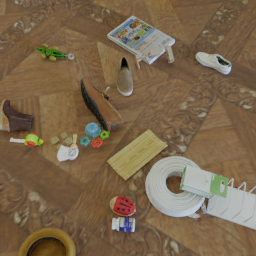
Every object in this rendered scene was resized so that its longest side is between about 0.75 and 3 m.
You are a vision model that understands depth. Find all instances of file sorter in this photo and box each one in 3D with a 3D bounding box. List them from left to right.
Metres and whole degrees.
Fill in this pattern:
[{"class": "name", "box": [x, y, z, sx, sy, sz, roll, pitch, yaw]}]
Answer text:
[{"class": "file sorter", "box": [3.778, 2.495, 9.608, 1.736, 1.081, 1.205, 16, 60, 10]}]

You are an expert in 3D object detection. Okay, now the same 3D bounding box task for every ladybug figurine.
[{"class": "ladybug figurine", "box": [-0.181, 2.738, 9.881, 0.966, 0.348, 0.656, 15, 60, 9]}]

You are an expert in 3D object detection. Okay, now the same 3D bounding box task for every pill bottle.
[{"class": "pill bottle", "box": [-0.154, 3.273, 9.512, 0.759, 0.439, 0.439, 3, 59, 3]}]

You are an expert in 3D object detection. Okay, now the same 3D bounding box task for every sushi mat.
[{"class": "sushi mat", "box": [0.374, 1.009, 11.039, 2.284, 0.138, 1.093, -37, 66, -19]}]

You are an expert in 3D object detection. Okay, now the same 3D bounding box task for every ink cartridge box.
[{"class": "ink cartridge box", "box": [2.562, 1.875, 9.445, 1.471, 0.436, 0.764, 17, 56, 4]}]

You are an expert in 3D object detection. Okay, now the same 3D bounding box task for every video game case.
[{"class": "video game case", "box": [0.658, -4.569, 14.321, 2.843, 0.256, 2.035, 37, 66, 20]}]

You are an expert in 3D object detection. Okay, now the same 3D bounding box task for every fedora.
[{"class": "fedora", "box": [-2.515, 4.064, 8.863, 1.793, 0.731, 1.793, -1, 60, 1]}]

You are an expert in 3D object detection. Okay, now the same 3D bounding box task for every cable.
[{"class": "cable", "box": [1.718, 2.066, 10.045, 2.164, 0.749, 2.164, 0, 59, 0]}]

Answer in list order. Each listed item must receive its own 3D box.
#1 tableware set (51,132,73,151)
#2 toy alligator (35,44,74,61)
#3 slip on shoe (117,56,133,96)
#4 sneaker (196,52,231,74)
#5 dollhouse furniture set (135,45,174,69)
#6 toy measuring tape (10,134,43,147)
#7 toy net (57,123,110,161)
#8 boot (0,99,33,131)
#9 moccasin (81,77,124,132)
[{"class": "tableware set", "box": [-2.681, 0.523, 11.362, 0.830, 0.096, 0.693, -31, 63, -18]}, {"class": "toy alligator", "box": [-3.545, -3.589, 13.646, 1.922, 0.462, 0.637, 15, 87, -1]}, {"class": "slip on shoe", "box": [-0.144, -2.400, 12.813, 0.754, 0.601, 1.984, 1, 59, 0]}, {"class": "sneaker", "box": [4.093, -3.245, 13.300, 1.796, 0.636, 0.656, 29, 63, 16]}, {"class": "dollhouse furniture set", "box": [1.269, -3.286, 13.111, 1.692, 0.877, 0.749, -16, 96, -2]}, {"class": "toy measuring tape", "box": [-4.085, 0.448, 11.179, 1.410, 0.519, 0.519, 6, 59, 4]}, {"class": "toy net", "box": [-1.788, 0.680, 11.111, 1.149, 0.423, 2.189, 40, 68, 18]}, {"class": "boot", "box": [-4.692, -0.527, 11.842, 1.307, 0.569, 1.572, 1, 57, -13]}, {"class": "moccasin", "box": [-1.141, -1.137, 11.834, 1.068, 1.012, 2.767, -27, 60, -22]}]
